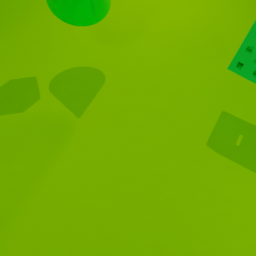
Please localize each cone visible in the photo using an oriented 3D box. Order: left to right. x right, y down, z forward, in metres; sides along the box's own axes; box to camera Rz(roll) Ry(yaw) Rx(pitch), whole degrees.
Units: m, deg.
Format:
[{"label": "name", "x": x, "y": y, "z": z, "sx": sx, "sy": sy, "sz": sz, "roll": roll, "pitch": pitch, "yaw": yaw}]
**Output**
[{"label": "cone", "x": -1.034, "y": -3.366, "z": 6.114, "sx": 1.580, "sy": 1.586, "sz": 1.580, "roll": 3, "pitch": 76, "yaw": -12}]

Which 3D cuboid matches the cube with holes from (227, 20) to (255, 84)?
[{"label": "cube with holes", "x": 2.949, "y": -1.575, "z": 5.802, "sx": 1.093, "sy": 1.093, "sz": 1.093, "roll": 33, "pitch": 38, "yaw": 15}]
